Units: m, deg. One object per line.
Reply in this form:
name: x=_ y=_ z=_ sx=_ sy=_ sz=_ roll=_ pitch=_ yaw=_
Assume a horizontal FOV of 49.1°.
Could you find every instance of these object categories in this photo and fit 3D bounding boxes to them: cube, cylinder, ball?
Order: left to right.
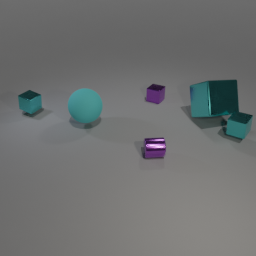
cube: x=-4.311 y=-1.156 z=12.359 sx=0.700 sy=0.700 sz=0.700 roll=22 pitch=37 yaw=18
ball: x=-1.736 y=-0.904 z=11.393 sx=1.400 sy=1.400 sz=1.400 roll=0 pitch=31 yaw=0
cylinder: x=0.929 y=0.690 z=9.839 sx=0.700 sy=0.700 sz=0.700 roll=-2 pitch=31 yaw=-3
cube: x=1.366 y=-1.685 z=13.763 sx=0.700 sy=0.700 sz=0.700 roll=17 pitch=35 yaw=25
cube: x=3.548 y=-1.194 z=11.615 sx=1.400 sy=1.400 sz=1.400 roll=-5 pitch=2 yaw=-17
cube: x=4.224 y=-0.124 z=10.620 sx=0.700 sy=0.700 sz=0.700 roll=20 pitch=43 yaw=35
